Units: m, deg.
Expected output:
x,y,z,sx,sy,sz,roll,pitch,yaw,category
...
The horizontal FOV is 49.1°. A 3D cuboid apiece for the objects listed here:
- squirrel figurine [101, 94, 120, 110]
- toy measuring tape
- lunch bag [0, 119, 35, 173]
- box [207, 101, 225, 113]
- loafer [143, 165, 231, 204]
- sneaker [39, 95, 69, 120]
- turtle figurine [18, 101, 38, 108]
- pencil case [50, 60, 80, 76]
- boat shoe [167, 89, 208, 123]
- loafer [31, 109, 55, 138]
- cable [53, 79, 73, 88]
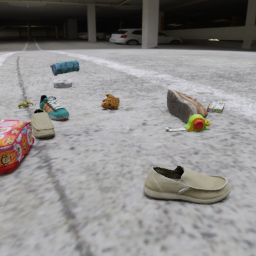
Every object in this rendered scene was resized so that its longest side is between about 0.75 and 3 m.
x,y,z,sx,sy,sz,roll,pitch,yaw,category
-0.895,-1.267,14.170,0.944,0.668,0.881,6,28,25,squirrel figurine
2.431,-0.210,11.268,1.860,0.684,0.684,-2,20,-6,toy measuring tape
-4.332,0.472,8.823,2.223,1.034,2.524,0,20,-1,lunch bag
4.448,-1.056,14.137,0.718,0.226,1.304,9,22,22,box
1.467,1.338,6.916,2.166,0.739,0.819,0,20,0,loafer
-3.509,-0.992,13.001,0.795,0.891,2.229,-19,28,-41,sneaker
-5.297,-1.264,14.568,0.996,0.321,0.803,3,20,8,turtle figurine
-2.226,-2.142,10.001,1.012,0.431,0.468,-21,-13,-38,pencil case
2.667,-1.023,13.029,1.046,1.104,2.915,-3,29,-17,boat shoe
-3.466,-0.219,11.122,0.825,0.744,2.179,-12,23,-28,loafer
-4.488,-3.091,19.322,1.340,0.464,1.339,-16,24,-38,cable
